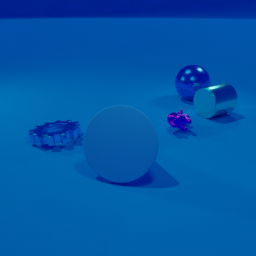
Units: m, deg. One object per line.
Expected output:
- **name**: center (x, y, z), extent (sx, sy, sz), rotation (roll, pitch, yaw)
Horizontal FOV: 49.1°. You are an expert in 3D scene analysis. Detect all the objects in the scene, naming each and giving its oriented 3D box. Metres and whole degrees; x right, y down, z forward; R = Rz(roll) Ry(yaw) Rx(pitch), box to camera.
- **gear**: center (-2.028, 0.111, 7.818), extent (1.399, 0.259, 1.399), rotation (-5, 19, 2)
- **cone**: center (0.009, 0.342, 6.626), extent (1.627, 1.627, 1.633), rotation (6, 1, 13)
- **cow figurine**: center (1.492, -0.267, 8.354), extent (0.939, 0.515, 0.924), rotation (15, 21, -29)
- **ball**: center (2.507, -1.767, 10.910), extent (1.357, 1.357, 1.357), rotation (0, 24, 0)
- **cylinder**: center (2.936, -0.930, 9.426), extent (1.042, 1.042, 1.042), rotation (-14, 27, -29)
